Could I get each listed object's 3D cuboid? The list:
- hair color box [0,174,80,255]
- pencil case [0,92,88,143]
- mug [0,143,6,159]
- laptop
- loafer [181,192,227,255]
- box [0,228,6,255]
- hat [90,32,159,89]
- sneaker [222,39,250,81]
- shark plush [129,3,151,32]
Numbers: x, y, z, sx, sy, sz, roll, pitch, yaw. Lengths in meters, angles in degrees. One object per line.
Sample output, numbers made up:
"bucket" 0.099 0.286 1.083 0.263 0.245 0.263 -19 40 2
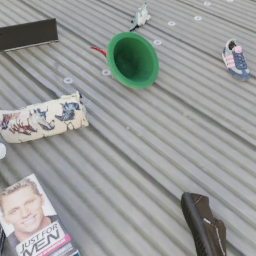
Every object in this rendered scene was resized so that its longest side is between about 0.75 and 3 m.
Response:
"hair color box" -2.128 2.272 6.377 1.143 0.692 2.285 -29 55 -22
"pencil case" -2.510 -0.314 8.205 2.573 1.151 1.001 -14 31 -6
"mug" -4.457 0.716 6.908 2.420 2.038 2.760 2 8 39
"laptop" -4.275 -4.094 11.220 2.605 1.612 2.782 -15 51 -13
"loafer" 1.871 2.362 6.216 0.794 0.812 2.226 -9 50 -7
"box" -3.801 2.983 5.992 2.032 0.367 1.452 -4 50 -2
"hat" -0.226 -2.255 10.555 2.013 2.140 2.431 7 73 -24
"sneaker" 4.048 -2.570 10.449 0.674 0.788 1.920 -8 50 -6
"shark plush" 0.475 -4.910 12.831 0.700 0.764 1.681 6 68 32
